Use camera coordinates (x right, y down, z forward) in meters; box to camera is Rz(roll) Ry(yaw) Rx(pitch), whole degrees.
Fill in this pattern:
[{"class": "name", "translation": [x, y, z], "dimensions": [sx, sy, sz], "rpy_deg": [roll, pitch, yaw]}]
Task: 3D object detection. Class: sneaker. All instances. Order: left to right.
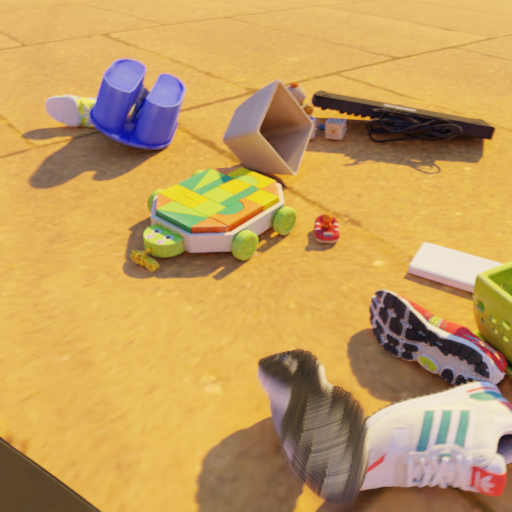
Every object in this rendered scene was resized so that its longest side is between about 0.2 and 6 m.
[{"class": "sneaker", "translation": [-4.643, -4.038, 15.608], "dimensions": [2.194, 0.831, 1.153], "rpy_deg": [10, 24, 2]}, {"class": "sneaker", "translation": [0.660, 1.919, 6.272], "dimensions": [0.902, 0.968, 2.441], "rpy_deg": [-14, 17, -6]}, {"class": "sneaker", "translation": [2.579, 1.204, 8.153], "dimensions": [0.923, 0.837, 2.173], "rpy_deg": [-3, 30, -42]}, {"class": "sneaker", "translation": [2.157, 2.239, 6.365], "dimensions": [2.446, 0.861, 1.144], "rpy_deg": [-12, 31, -21]}]

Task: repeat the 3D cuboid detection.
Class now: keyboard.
[{"class": "keyboard", "translation": [-2.261, 3.250, 5.348], "dimensions": [4.114, 0.815, 2.141], "rpy_deg": [20, 17, 28]}, {"class": "keyboard", "translation": [3.711, -3.493, 14.882], "dimensions": [4.779, 0.947, 2.487], "rpy_deg": [13, 22, 11]}]

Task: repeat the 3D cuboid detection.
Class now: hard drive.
[{"class": "hard drive", "translation": [3.521, 0.225, 9.877], "dimensions": [1.411, 0.185, 0.931], "rpy_deg": [18, 39, 25]}]

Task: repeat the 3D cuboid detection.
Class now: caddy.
[{"class": "caddy", "translation": [-3.047, -3.808, 14.538], "dimensions": [2.142, 1.591, 3.031], "rpy_deg": [20, 32, -11]}]

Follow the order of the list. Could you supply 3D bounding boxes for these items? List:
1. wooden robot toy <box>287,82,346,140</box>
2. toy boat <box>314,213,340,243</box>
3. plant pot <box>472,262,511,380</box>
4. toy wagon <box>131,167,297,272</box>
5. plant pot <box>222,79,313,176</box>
[{"class": "wooden robot toy", "translation": [1.033, -3.911, 14.866], "dimensions": [2.822, 1.280, 1.243], "rpy_deg": [23, 40, 30]}, {"class": "toy boat", "translation": [1.369, -0.602, 10.796], "dimensions": [0.485, 0.485, 0.742], "rpy_deg": [1, 35, 2]}, {"class": "plant pot", "translation": [3.941, 0.978, 7.785], "dimensions": [1.467, 1.332, 1.460], "rpy_deg": [-15, 37, -20]}, {"class": "toy wagon", "translation": [-0.961, -0.761, 10.866], "dimensions": [2.606, 0.665, 3.359], "rpy_deg": [26, 43, 33]}, {"class": "plant pot", "translation": [0.173, -2.815, 12.831], "dimensions": [1.378, 1.555, 1.557], "rpy_deg": [-2, 57, 40]}]
